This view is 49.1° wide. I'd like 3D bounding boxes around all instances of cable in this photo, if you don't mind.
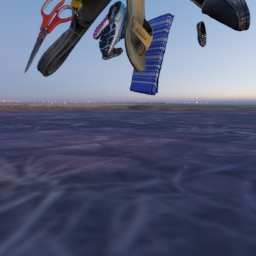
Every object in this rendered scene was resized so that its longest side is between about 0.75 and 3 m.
[{"bbox_3d":[-0.923,-2.067,5.118,2.630,0.662,1.277,-38,10,38],"label":"cable"}]

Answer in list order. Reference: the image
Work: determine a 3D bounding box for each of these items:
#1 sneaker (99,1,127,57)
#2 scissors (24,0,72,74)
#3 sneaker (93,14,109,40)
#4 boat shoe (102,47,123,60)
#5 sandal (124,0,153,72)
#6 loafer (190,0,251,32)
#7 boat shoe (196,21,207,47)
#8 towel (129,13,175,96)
[{"bbox_3d":[-0.327,-3.364,9.842,0.794,2.047,0.884,7,-13,47],"label":"sneaker"},{"bbox_3d":[-2.633,-2.941,8.530,1.019,2.787,0.194,34,-14,-2],"label":"scissors"},{"bbox_3d":[-0.820,-4.066,11.365,0.637,1.457,0.538,42,-9,-36],"label":"sneaker"},{"bbox_3d":[-0.629,-3.164,11.498,0.430,0.429,1.192,26,43,34],"label":"boat shoe"},{"bbox_3d":[0.461,-3.366,9.538,0.780,2.888,1.160,9,15,29],"label":"sandal"},{"bbox_3d":[2.295,-3.103,7.220,0.851,0.856,2.353,-18,45,-1],"label":"loafer"},{"bbox_3d":[3.081,-3.890,11.629,0.370,1.039,0.313,-15,7,-15],"label":"boat shoe"},{"bbox_3d":[0.857,-2.762,10.795,0.352,2.951,2.137,11,5,-25],"label":"towel"}]
